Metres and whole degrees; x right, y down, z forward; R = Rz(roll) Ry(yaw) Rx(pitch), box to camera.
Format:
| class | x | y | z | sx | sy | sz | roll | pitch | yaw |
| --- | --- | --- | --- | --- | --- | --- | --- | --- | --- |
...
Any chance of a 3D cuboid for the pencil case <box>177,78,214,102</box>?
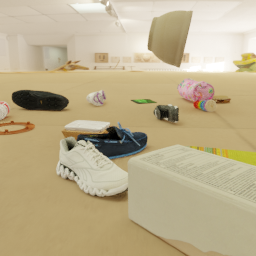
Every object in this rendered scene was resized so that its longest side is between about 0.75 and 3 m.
| class | x | y | z | sx | sy | sz | roll | pitch | yaw |
| --- | --- | --- | --- | --- | --- | --- | --- | --- | --- |
| pencil case | 3.098 | -1.761 | 13.060 | 1.059 | 1.059 | 2.423 | -1 | 15 | -6 |

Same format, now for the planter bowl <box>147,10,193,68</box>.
| class | x | y | z | sx | sy | sz | roll | pitch | yaw |
| --- | --- | --- | --- | --- | --- | --- | --- | --- | --- |
| planter bowl | 1.447 | -3.263 | 10.061 | 1.331 | 1.978 | 1.978 | 13 | 16 | 8 |

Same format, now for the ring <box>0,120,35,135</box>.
| class | x | y | z | sx | sy | sz | roll | pitch | yaw |
| --- | --- | --- | --- | --- | --- | --- | --- | --- | --- |
| ring | -3.375 | -0.038 | 7.975 | 1.386 | 0.133 | 1.386 | 1 | 14 | 0 |

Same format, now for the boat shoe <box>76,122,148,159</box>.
| class | x | y | z | sx | sy | sz | roll | pitch | yaw |
| --- | --- | --- | --- | --- | --- | --- | --- | --- | --- |
| boat shoe | -0.240 | 0.254 | 5.782 | 0.750 | 0.611 | 1.781 | 13 | 19 | 42 |

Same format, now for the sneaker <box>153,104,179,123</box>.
| class | x | y | z | sx | sy | sz | roll | pitch | yaw |
| --- | --- | --- | --- | --- | --- | --- | --- | --- | --- |
| sneaker | 1.190 | -0.462 | 8.944 | 0.724 | 0.532 | 1.600 | -3 | 10 | -1 |

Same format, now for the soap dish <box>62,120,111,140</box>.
| class | x | y | z | sx | sy | sz | roll | pitch | yaw |
| --- | --- | --- | --- | --- | --- | --- | --- | --- | --- |
| soap dish | -0.971 | 0.098 | 6.832 | 1.019 | 0.414 | 0.802 | 3 | 14 | 15 |

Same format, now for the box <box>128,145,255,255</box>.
| class | x | y | z | sx | sy | sz | roll | pitch | yaw |
| --- | --- | --- | --- | --- | --- | --- | --- | --- | --- |
| box | 1.026 | 0.855 | 2.929 | 0.995 | 0.815 | 2.096 | -12 | 18 | -39 |

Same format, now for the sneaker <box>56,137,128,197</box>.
| class | x | y | z | sx | sy | sz | roll | pitch | yaw |
| --- | --- | --- | --- | --- | --- | --- | --- | --- | --- |
| sneaker | -0.593 | 0.579 | 4.419 | 1.644 | 0.666 | 0.618 | 14 | 18 | 40 |

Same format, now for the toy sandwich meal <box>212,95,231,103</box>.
| class | x | y | z | sx | sy | sz | roll | pitch | yaw |
| --- | --- | --- | --- | --- | --- | --- | --- | --- | --- |
| toy sandwich meal | 4.213 | -1.287 | 12.735 | 0.865 | 0.296 | 0.865 | -3 | 15 | 1 |

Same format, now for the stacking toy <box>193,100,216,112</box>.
| class | x | y | z | sx | sy | sz | roll | pitch | yaw |
| --- | --- | --- | --- | --- | --- | --- | --- | --- | --- |
| stacking toy | 2.927 | -0.880 | 10.913 | 0.465 | 0.465 | 1.089 | -5 | 8 | -19 |

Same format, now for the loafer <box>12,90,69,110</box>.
| class | x | y | z | sx | sy | sz | roll | pitch | yaw |
| --- | --- | --- | --- | --- | --- | --- | --- | --- | --- |
| loafer | -3.424 | -1.075 | 10.980 | 2.257 | 0.766 | 0.792 | 7 | 10 | 9 |

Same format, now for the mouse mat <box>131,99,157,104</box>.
| class | x | y | z | sx | sy | sz | roll | pitch | yaw |
| --- | --- | --- | --- | --- | --- | --- | --- | --- | --- |
| mouse mat | 0.714 | -1.245 | 13.029 | 0.969 | 0.045 | 1.205 | -4 | 14 | -16 |

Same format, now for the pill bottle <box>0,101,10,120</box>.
| class | x | y | z | sx | sy | sz | roll | pitch | yaw |
| --- | --- | --- | --- | --- | --- | --- | --- | --- | --- |
| pill bottle | -4.258 | -0.568 | 9.265 | 0.532 | 0.532 | 0.948 | -3 | 14 | -12 |

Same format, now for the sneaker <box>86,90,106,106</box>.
| class | x | y | z | sx | sy | sz | roll | pitch | yaw |
| --- | --- | --- | --- | --- | --- | --- | --- | --- | --- |
| sneaker | -1.454 | -1.228 | 12.148 | 0.823 | 0.619 | 1.652 | -15 | 10 | 10 |

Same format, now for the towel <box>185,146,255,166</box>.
| class | x | y | z | sx | sy | sz | roll | pitch | yaw |
| --- | --- | --- | --- | --- | --- | --- | --- | --- | --- |
| towel | 2.106 | 0.708 | 4.874 | 2.658 | 0.240 | 1.144 | 5 | 20 | 14 |
